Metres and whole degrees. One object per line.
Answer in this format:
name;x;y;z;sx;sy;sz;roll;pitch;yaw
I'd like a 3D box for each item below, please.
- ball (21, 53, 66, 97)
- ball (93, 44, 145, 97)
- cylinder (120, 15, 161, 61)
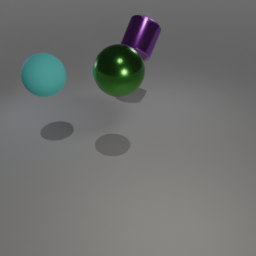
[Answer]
ball;-2.712;-1.697;9.044;1.400;1.400;1.400;0;31;0
ball;-0.242;-1.535;7.554;1.400;1.400;1.400;0;31;0
cylinder;0.519;-3.805;11.929;1.400;1.400;1.400;22;-2;1
